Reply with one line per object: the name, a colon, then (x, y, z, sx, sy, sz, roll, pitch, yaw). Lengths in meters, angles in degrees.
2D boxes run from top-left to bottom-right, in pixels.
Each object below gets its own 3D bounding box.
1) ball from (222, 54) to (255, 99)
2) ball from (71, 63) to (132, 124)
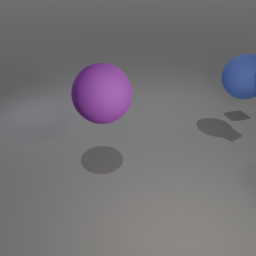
ball: (3.678, -1.609, 8.803, 1.400, 1.400, 1.400, 0, 30, 0)
ball: (-0.602, -0.792, 6.497, 1.400, 1.400, 1.400, 0, 30, 0)
